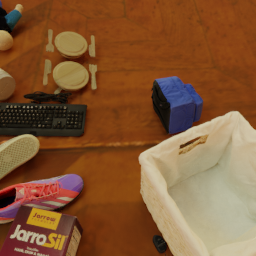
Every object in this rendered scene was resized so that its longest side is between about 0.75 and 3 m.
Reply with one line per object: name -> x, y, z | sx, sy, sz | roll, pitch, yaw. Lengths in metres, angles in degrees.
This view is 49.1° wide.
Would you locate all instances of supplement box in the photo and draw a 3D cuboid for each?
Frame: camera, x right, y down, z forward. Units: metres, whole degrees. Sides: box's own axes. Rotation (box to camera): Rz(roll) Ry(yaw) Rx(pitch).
supplement box -> -1.628, 2.489, 4.784 | 1.112, 0.863, 2.016 | 10, 56, 7

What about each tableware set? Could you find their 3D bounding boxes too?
tableware set -> -1.640, -1.884, 8.068 | 1.420, 0.431, 2.148 | 4, 60, -15

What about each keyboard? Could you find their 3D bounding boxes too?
keyboard -> -2.307, -0.447, 7.025 | 2.489, 0.493, 1.295 | 1, 59, 0

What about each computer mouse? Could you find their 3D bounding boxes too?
computer mouse -> 0.696, 2.398, 5.329 | 0.221, 0.129, 0.755 | -12, 59, -33

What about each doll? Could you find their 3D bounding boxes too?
doll -> -4.357, -3.563, 9.058 | 2.007, 0.713, 2.942 | -25, 59, -14

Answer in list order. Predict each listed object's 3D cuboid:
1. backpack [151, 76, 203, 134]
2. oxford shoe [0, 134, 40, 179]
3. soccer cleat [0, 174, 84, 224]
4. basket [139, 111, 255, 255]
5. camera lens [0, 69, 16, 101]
backpack -> 1.156, -0.628, 6.884 | 1.063, 1.029, 1.266 | -12, 45, -15
oxford shoe -> -2.876, 0.737, 6.217 | 1.997, 0.577, 0.751 | -28, 103, -6
soccer cleat -> -1.872, 1.354, 5.657 | 1.982, 0.725, 0.676 | -16, 57, -11
basket -> 1.584, 1.272, 5.086 | 2.169, 1.760, 2.189 | -23, 58, -15
camera lens -> -3.602, -1.253, 7.423 | 0.978, 0.782, 0.782 | 30, 61, 18
